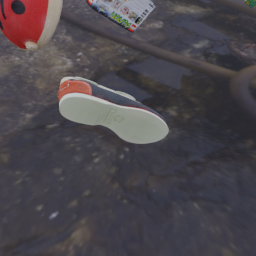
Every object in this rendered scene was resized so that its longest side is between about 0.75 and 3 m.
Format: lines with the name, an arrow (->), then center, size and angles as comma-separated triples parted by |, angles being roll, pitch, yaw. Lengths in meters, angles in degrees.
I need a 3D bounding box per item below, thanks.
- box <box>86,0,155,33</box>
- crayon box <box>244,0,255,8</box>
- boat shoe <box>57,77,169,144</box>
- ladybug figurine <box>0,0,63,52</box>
box -> -0.109, -2.693, 6.077 | 1.528, 0.841, 0.265 | 6, 46, -57
crayon box -> 3.300, -3.395, 6.913 | 0.266, 0.543, 0.914 | 36, 6, -3
boat shoe -> -0.176, -0.266, 4.340 | 1.877, 0.668, 0.587 | 17, 36, -27
ladybug figurine -> -2.296, -2.979, 6.044 | 1.880, 0.996, 2.770 | -21, 74, 31
